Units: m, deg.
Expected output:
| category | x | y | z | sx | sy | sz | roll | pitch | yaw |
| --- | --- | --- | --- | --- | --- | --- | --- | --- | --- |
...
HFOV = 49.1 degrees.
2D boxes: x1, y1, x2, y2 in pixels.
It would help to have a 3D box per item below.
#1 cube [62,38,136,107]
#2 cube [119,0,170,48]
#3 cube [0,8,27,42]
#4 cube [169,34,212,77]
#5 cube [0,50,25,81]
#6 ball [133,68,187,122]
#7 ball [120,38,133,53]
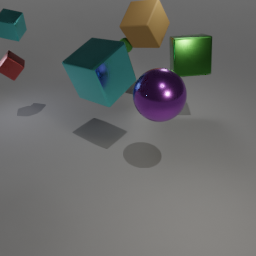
| category | x | y | z | sx | sy | sz | roll | pitch | yaw |
| --- | --- | --- | --- | --- | --- | --- | --- | --- | --- |
| cube | -0.832 | -1.712 | 8.494 | 1.400 | 1.400 | 1.400 | 20 | 57 | 37 |
| cube | 0.738 | -4.424 | 11.996 | 1.400 | 1.400 | 1.400 | 11 | 71 | 34 |
| cube | -3.935 | -3.463 | 9.426 | 0.700 | 0.700 | 0.700 | 13 | 55 | 2 |
| cube | 2.392 | -2.841 | 10.878 | 1.400 | 1.400 | 1.400 | -4 | 22 | 4 |
| cube | -4.396 | -2.357 | 10.566 | 0.700 | 0.700 | 0.700 | 33 | 20 | -34 |
| ball | 0.824 | -0.855 | 7.315 | 1.400 | 1.400 | 1.400 | 0 | 32 | 0 |
| ball | -0.119 | -3.859 | 13.093 | 0.700 | 0.700 | 0.700 | 0 | 32 | 0 |
